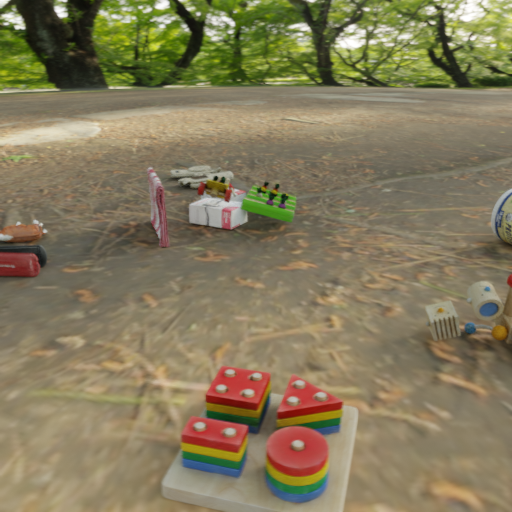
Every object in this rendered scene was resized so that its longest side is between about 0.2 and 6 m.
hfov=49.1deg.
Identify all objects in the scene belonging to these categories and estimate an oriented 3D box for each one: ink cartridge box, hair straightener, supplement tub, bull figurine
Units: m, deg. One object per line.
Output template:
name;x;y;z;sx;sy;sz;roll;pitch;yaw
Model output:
ink cartridge box;-0.881;-0.996;13.022;1.132;0.480;0.825;8;21;25
hair straightener;-5.240;0.060;10.520;2.654;0.543;1.021;-4;21;1
supplement tub;5.687;-0.627;11.150;1.175;1.175;1.628;-10;24;-23
bull figurine;-5.080;-0.504;11.924;1.179;0.384;0.716;2;22;4
ink cartridge box;-0.839;-1.470;14.331;0.973;0.403;0.714;17;27;36

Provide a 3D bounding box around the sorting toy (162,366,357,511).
sorting toy;0.130;1.814;5.774;1.690;0.592;1.700;6;22;14

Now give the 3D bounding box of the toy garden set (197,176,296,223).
toy garden set;-0.105;-1.548;13.254;2.188;0.524;2.625;15;15;1

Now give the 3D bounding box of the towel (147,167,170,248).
towel;-2.158;-1.090;12.109;0.211;1.333;1.851;-8;23;-15

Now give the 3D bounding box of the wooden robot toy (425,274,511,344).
wooden robot toy;3.614;0.943;7.598;2.403;1.059;1.091;1;32;3

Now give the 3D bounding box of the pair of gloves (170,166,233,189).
pair of gloves;-1.637;-2.346;16.683;1.582;0.326;1.860;-12;22;-19
